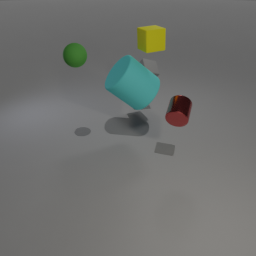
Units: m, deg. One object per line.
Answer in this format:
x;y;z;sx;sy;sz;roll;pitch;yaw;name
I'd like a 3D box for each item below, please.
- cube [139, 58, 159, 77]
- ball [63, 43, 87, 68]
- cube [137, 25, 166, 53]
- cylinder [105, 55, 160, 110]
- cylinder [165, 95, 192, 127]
0.797;-2.403;11.837;0.700;0.700;0.700;4;61;-31;cube
-1.544;-2.116;8.156;0.700;0.700;0.700;0;28;0;ball
0.756;-2.913;9.155;0.700;0.700;0.700;-14;31;-19;cube
0.149;-1.557;9.726;1.400;1.400;1.400;33;15;-28;cylinder
1.533;-0.511;8.448;0.700;0.700;0.700;9;54;17;cylinder
